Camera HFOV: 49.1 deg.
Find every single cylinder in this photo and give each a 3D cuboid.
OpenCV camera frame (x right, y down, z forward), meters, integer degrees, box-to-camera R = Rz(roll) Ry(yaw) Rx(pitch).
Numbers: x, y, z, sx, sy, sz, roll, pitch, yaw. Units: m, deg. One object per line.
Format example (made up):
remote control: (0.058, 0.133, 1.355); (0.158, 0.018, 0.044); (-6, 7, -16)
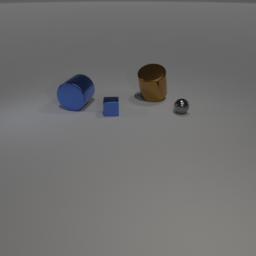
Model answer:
cylinder: (1.246, -2.266, 14.103); (1.400, 1.400, 1.400); (-5, 49, 6)
cylinder: (-2.482, -1.725, 13.475); (1.400, 1.400, 1.400); (7, 29, 13)

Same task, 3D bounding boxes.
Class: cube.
cube: (-0.772, -0.991, 12.857); (0.700, 0.700, 0.700); (-1, 28, -2)

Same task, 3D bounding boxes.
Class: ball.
ball: (2.468, -1.009, 12.889); (0.700, 0.700, 0.700); (0, 28, 0)
